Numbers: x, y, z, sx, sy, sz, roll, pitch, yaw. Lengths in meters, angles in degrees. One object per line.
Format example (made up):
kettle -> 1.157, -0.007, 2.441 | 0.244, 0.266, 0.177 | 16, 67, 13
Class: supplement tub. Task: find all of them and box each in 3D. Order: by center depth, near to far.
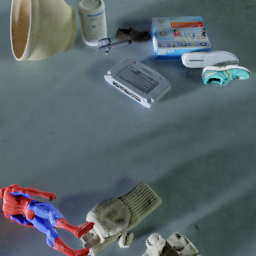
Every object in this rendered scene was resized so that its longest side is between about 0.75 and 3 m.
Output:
supplement tub -> -1.205, -3.631, 9.570 | 0.898, 1.361, 0.898 | 0, 55, 0

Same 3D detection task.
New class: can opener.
can opener -> -0.454, -2.692, 9.160 | 1.243, 0.489, 0.394 | 3, 45, 30

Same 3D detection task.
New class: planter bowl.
planter bowl -> -2.644, -3.299, 8.959 | 1.629, 2.420, 2.420 | -1, 49, -34

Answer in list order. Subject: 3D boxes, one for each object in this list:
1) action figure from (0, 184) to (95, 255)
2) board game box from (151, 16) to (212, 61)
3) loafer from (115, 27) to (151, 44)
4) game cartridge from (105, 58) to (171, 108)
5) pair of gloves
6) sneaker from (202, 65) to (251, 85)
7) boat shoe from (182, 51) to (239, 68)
action figure -> -1.828, 1.756, 5.750 | 2.647, 0.866, 0.684 | 16, 16, 30
board game box -> 1.778, -3.136, 9.741 | 1.812, 0.506, 1.774 | -2, 54, -1
loafer -> 0.179, -3.302, 9.893 | 1.264, 0.451, 0.461 | 0, 55, 0
game cartridge -> 0.346, -1.465, 8.668 | 1.834, 0.375, 1.220 | 36, 66, 23
pair of gloves -> 0.177, 2.391, 5.878 | 1.995, 0.411, 2.347 | -26, 58, -17
sneaker -> 3.022, -1.564, 8.655 | 1.427, 0.553, 0.568 | 0, 63, 15
boat shoe -> 2.626, -2.233, 9.009 | 1.822, 0.656, 0.565 | 5, 33, -6
